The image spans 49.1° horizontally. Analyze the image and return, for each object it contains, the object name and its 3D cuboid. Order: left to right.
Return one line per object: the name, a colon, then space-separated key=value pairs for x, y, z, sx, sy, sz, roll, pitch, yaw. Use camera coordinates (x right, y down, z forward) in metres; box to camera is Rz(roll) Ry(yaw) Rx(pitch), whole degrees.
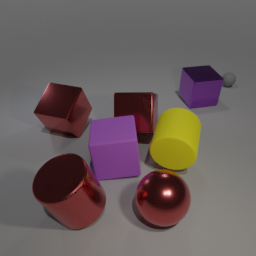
cube: x=-2.386 y=-0.669 z=10.547 sx=1.400 sy=1.400 sz=1.400 roll=11 pitch=64 yaw=17
cylinder: x=-1.424 y=1.586 z=7.015 sx=1.400 sy=1.400 sz=1.400 roll=-11 pitch=45 yaw=12
cube: x=-0.396 y=0.602 z=8.791 sx=1.400 sy=1.400 sz=1.400 roll=-7 pitch=33 yaw=1
cube: x=0.327 y=-0.584 z=10.311 sx=1.400 sy=1.400 sz=1.400 roll=1 pitch=5 yaw=13
ball: x=0.881 y=1.763 z=7.108 sx=1.400 sy=1.400 sz=1.400 roll=0 pitch=32 yaw=0
cylinder: x=1.489 y=0.328 z=8.692 sx=1.400 sy=1.400 sz=1.400 roll=9 pitch=43 yaw=14
cube: x=3.300 y=-1.910 z=12.866 sx=1.400 sy=1.400 sz=1.400 roll=-7 pitch=39 yaw=-12
ball: x=5.250 y=-2.536 z=14.568 sx=0.700 sy=0.700 sz=0.700 roll=0 pitch=32 yaw=0
